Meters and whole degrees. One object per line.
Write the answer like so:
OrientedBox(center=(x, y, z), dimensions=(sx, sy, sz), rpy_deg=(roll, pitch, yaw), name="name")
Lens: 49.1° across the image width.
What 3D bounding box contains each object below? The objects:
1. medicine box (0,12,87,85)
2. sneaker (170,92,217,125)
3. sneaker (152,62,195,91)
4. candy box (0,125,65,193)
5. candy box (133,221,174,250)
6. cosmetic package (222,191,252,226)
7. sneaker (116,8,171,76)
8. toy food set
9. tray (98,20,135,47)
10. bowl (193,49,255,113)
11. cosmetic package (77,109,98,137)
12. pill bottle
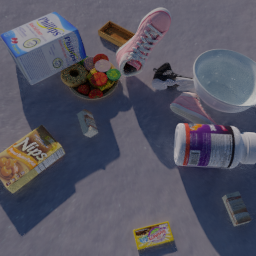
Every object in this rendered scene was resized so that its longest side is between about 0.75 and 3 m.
OrientedBox(center=(-3.122, -3.028, 10.381), dimensions=(2.353, 1.211, 2.143), rpy_deg=(-32, 50, -15), name="medicine box")
OrientedBox(center=(2.422, -0.648, 9.668), dimensions=(1.762, 0.663, 0.921), rpy_deg=(33, 71, 21), name="sneaker")
OrientedBox(center=(1.722, -1.945, 10.402), dimensions=(1.684, 0.636, 0.959), rpy_deg=(1, 63, 3), name="sneaker")
OrientedBox(center=(-3.164, 0.937, 8.853), dimensions=(2.004, 0.554, 1.157), rpy_deg=(-39, 67, -18), name="candy box")
OrientedBox(center=(0.716, 3.039, 7.935), dimensions=(1.062, 0.140, 0.543), rpy_deg=(-12, 64, -7), name="candy box")
OrientedBox(center=(3.165, 2.356, 8.175), dimensions=(0.451, 0.380, 0.872), rpy_deg=(-14, 62, -8), name="cosmetic package")
OrientedBox(center=(0.558, -2.800, 9.700), dimensions=(0.985, 2.618, 1.368), rpy_deg=(28, 40, -30), name="sneaker")
OrientedBox(center=(-1.322, -1.953, 10.468), dimensions=(1.986, 0.488, 2.007), rpy_deg=(-41, 70, -20), name="toy food set")
OrientedBox(center=(-0.392, -3.843, 11.669), dimensions=(1.579, 0.292, 0.779), rpy_deg=(34, 66, 16), name="tray")
OrientedBox(center=(3.375, -1.444, 9.751), dimensions=(2.587, 1.163, 2.587), rpy_deg=(3, 58, -5), name="bowl")
OrientedBox(center=(-1.363, -0.159, 9.459), dimensions=(0.369, 0.437, 0.846), rpy_deg=(-29, 65, 16), name="cosmetic package")
OrientedBox(center=(2.673, 0.561, 8.624), dimensions=(2.369, 1.320, 1.320), rpy_deg=(3, 61, 2), name="pill bottle")
